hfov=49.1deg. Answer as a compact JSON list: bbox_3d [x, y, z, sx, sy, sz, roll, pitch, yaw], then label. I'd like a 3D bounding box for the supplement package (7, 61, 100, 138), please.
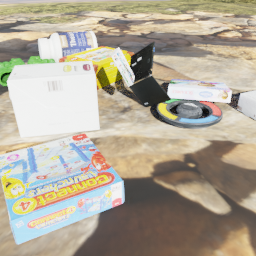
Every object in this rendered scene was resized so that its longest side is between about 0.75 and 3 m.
[{"bbox_3d":[-2.316,-0.986,9.181,2.542,1.980,1.410,-6,31,-9],"label":"supplement package"}]

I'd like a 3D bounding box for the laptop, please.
[{"bbox_3d":[0.776,-1.839,10.014,0.952,1.844,1.634,10,-10,-28],"label":"laptop"}]

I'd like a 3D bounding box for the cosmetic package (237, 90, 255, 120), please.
[{"bbox_3d":[5.228,-0.964,10.409,2.034,0.753,1.034,-12,32,-22],"label":"cosmetic package"}]

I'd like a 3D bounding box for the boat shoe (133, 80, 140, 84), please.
[{"bbox_3d":[0.320,-2.067,12.760,0.310,0.342,0.960,-22,29,-21],"label":"boat shoe"}]

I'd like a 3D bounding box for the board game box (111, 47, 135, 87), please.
[{"bbox_3d":[-0.139,-1.970,9.026,0.195,1.125,0.710,-22,26,19],"label":"board game box"}]

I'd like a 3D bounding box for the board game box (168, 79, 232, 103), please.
[{"bbox_3d":[2.778,-1.531,11.180,2.272,0.467,2.266,5,18,9],"label":"board game box"}]

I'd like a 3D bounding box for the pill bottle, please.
[{"bbox_3d":[-3.304,-4.401,15.418,2.983,1.655,1.655,-11,32,-20],"label":"pill bottle"}]

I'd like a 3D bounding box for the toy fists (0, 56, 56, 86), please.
[{"bbox_3d":[-4.791,-2.784,13.325,2.882,0.991,1.469,-12,32,-18],"label":"toy fists"}]

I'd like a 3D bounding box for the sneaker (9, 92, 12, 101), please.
[{"bbox_3d":[-4.030,-1.641,11.644,1.047,0.677,1.931,4,27,11],"label":"sneaker"}]

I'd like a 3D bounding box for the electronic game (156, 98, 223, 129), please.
[{"bbox_3d":[2.169,-0.603,9.971,2.326,0.484,2.326,0,28,0],"label":"electronic game"}]

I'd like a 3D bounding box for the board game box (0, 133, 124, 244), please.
[{"bbox_3d":[-1.688,1.213,6.690,2.420,0.676,2.369,-16,33,-25],"label":"board game box"}]

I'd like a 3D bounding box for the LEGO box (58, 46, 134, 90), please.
[{"bbox_3d":[-1.431,-2.942,13.410,2.189,1.134,2.939,22,36,32],"label":"LEGO box"}]
